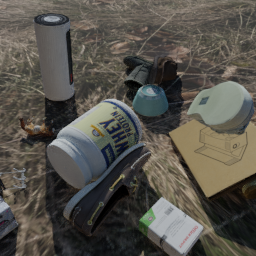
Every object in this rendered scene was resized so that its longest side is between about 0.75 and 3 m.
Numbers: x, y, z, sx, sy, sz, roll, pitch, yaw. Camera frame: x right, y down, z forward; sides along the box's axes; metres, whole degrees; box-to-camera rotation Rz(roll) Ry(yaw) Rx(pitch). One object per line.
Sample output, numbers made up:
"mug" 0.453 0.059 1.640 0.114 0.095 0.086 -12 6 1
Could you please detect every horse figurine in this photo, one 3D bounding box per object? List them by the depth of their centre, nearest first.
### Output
"horse figurine" -3.028 -0.044 9.341 1.226 0.306 0.813 4 48 -7

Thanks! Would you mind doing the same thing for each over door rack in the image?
"over door rack" -3.208 1.426 7.698 0.764 0.255 0.565 -9 56 -10

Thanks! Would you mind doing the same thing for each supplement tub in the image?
"supplement tub" -0.896 0.402 7.843 1.685 1.685 2.325 27 49 27

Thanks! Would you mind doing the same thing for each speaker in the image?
"speaker" -2.606 -2.458 10.092 1.189 2.927 1.189 3 39 -2

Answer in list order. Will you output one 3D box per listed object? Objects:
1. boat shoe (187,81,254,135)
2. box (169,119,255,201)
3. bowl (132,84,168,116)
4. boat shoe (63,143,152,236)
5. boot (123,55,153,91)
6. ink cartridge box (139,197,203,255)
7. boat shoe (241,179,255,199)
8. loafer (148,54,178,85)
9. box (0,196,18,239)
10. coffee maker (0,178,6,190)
"boat shoe" 1.822 -0.291 5.190 0.840 0.823 2.358 28 4 -5
"box" 2.657 0.503 8.013 2.220 0.289 2.716 -29 39 5
"bowl" 0.828 -1.103 10.248 1.339 0.700 1.339 -1 42 1
"boat shoe" -0.281 1.480 7.191 0.855 1.033 2.874 36 55 24
"boot" 0.239 -2.303 11.725 1.628 0.650 1.791 16 51 19
"ink cartridge box" 0.991 2.357 6.547 1.216 0.513 0.888 32 51 30
"boat shoe" 4.159 1.018 7.641 2.730 0.999 0.885 -16 54 -17
"loafer" 1.510 -2.359 11.119 0.956 0.984 2.694 19 30 9
"box" -3.534 2.226 6.409 1.024 0.889 1.550 32 51 31
"coffee maker" -4.088 1.542 7.311 1.353 0.911 1.300 -30 10 -30
